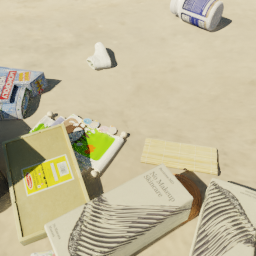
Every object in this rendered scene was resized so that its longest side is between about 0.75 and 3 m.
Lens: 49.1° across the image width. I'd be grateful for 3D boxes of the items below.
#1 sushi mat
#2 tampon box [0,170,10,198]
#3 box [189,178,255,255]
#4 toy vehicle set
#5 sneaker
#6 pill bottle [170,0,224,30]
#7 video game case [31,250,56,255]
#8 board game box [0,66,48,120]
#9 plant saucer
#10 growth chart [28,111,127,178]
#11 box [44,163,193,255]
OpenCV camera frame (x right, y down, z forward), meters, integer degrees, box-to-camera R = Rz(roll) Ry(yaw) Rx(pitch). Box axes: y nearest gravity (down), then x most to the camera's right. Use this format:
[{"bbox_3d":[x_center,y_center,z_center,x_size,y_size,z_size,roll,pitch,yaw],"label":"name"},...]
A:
[{"bbox_3d":[1.287,0.671,6.927,1.861,0.113,0.890,8,40,6],"label":"sushi mat"},{"bbox_3d":[-4.161,0.776,5.961,2.484,1.568,1.861,35,58,26],"label":"tampon box"},{"bbox_3d":[1.688,2.274,5.146,1.039,0.864,2.528,16,52,14],"label":"box"},{"bbox_3d":[-1.844,1.116,6.296,1.528,0.326,2.459,-18,57,-12],"label":"toy vehicle set"},{"bbox_3d":[-1.092,-2.450,9.447,0.710,0.452,1.228,-14,52,-16],"label":"sneaker"},{"bbox_3d":[2.636,-4.613,10.878,1.864,1.078,1.078,33,57,25],"label":"pill bottle"},{"bbox_3d":[-0.887,2.975,4.829,1.705,0.214,1.874,-7,42,-6],"label":"video game case"},{"bbox_3d":[-3.417,-1.109,8.216,1.873,0.578,1.874,-3,49,-2],"label":"board game box"},{"bbox_3d":[1.035,1.523,6.234,1.192,0.192,1.192,0,49,0],"label":"plant saucer"},{"bbox_3d":[-1.425,0.316,7.253,2.493,0.221,1.804,17,51,13],"label":"growth chart"},{"bbox_3d":[-0.117,1.760,5.268,2.575,0.880,1.058,-25,50,-21],"label":"box"}]
